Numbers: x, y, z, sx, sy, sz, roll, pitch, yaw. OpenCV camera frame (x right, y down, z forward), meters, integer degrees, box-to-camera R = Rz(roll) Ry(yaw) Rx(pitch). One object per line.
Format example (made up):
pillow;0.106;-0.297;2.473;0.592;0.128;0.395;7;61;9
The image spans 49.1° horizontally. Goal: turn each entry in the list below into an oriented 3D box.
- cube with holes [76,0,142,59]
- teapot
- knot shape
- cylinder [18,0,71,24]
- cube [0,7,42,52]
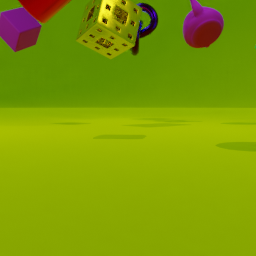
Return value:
cube with holes;-0.549;-2.984;8.091;1.245;1.245;1.245;21;-18;-32
teapot;2.277;-3.270;8.802;1.289;1.015;2.074;-26;-37;12
knot shape;0.330;-3.652;10.131;0.845;1.712;1.830;24;24;-38
cylinder;-1.430;-2.358;4.810;0.777;0.777;0.777;-35;-4;13
cube;-3.438;-3.118;8.870;0.877;0.877;0.877;-41;-3;-42
